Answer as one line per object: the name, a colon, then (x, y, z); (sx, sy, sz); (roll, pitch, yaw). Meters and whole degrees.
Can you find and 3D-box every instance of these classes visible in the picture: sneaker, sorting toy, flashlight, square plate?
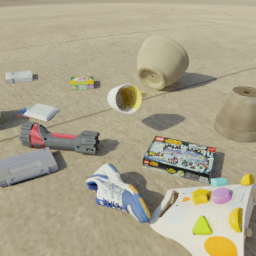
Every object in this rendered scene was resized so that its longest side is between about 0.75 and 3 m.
sneaker: (-0.315, 1.982, 7.829); (1.042, 0.890, 2.363); (-33, 39, -18)
sorting toy: (1.920, 2.149, 7.252); (2.425, 1.439, 2.694); (-3, 25, 34)
flashlight: (-2.474, 0.333, 10.293); (2.824, 0.956, 0.960); (4, 13, 5)
square plate: (-3.895, -0.759, 12.703); (1.188, 0.169, 1.177); (15, 32, 11)

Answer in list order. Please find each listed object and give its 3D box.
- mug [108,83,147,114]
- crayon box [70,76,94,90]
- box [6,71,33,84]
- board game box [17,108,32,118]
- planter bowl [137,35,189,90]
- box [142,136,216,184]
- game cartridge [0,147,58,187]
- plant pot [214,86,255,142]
mug: (-0.114, -1.076, 10.738); (1.394, 1.117, 1.144); (18, -3, -28)
crayon box: (-2.533, -2.496, 15.521); (1.247, 0.364, 1.076); (-4, 31, -6)
box: (-6.374, -3.002, 16.436); (1.450, 0.298, 1.130); (-11, 33, -16)
board game box: (-4.225, -0.668, 12.709); (1.381, 0.134, 0.711); (5, 30, 9)
planter bowl: (1.584, -3.233, 14.894); (2.769, 2.769, 1.864); (19, 62, 28)
box: (1.780, 1.014, 9.607); (2.229, 0.444, 1.526); (11, 33, 18)
game cartridge: (-3.394, 1.282, 9.306); (1.888, 0.362, 1.224); (-15, 38, -23)
plant pot: (4.568, -0.676, 11.197); (1.993, 1.729, 1.993); (-1, 30, 0)
